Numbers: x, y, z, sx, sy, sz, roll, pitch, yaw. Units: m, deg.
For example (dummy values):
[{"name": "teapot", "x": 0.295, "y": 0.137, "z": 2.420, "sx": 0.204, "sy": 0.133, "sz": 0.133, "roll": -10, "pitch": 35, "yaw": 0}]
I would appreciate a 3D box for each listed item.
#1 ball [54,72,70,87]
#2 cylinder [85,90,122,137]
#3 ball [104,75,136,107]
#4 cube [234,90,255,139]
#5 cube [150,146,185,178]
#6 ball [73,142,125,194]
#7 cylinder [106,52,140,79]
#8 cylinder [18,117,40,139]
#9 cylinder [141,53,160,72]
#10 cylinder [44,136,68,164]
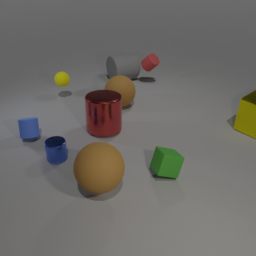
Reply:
[{"name": "ball", "x": -3.074, "y": -2.273, "z": 13.084, "sx": 0.700, "sy": 0.700, "sz": 0.700, "roll": 0, "pitch": 32, "yaw": 0}, {"name": "cylinder", "x": -0.931, "y": -0.594, "z": 10.805, "sx": 1.400, "sy": 1.400, "sz": 1.400, "roll": 1, "pitch": 28, "yaw": -1}, {"name": "ball", "x": -0.358, "y": -1.639, "z": 12.516, "sx": 1.400, "sy": 1.400, "sz": 1.400, "roll": 0, "pitch": 32, "yaw": 0}, {"name": "cube", "x": 5.172, "y": -0.508, "z": 10.768, "sx": 1.400, "sy": 1.400, "sz": 1.400, "roll": -26, "pitch": 41, "yaw": -34}, {"name": "cube", "x": 1.191, "y": 1.050, "z": 8.627, "sx": 0.700, "sy": 0.700, "sz": 0.700, "roll": 12, "pitch": 14, "yaw": -20}, {"name": "ball", "x": -0.785, "y": 1.081, "z": 7.666, "sx": 1.400, "sy": 1.400, "sz": 1.400, "roll": 0, "pitch": 32, "yaw": 0}, {"name": "cylinder", "x": -0.272, "y": -3.305, "z": 15.190, "sx": 1.400, "sy": 1.400, "sz": 1.400, "roll": -16, "pitch": 36, "yaw": -24}, {"name": "cylinder", "x": -3.691, "y": -0.006, "z": 10.443, "sx": 0.700, "sy": 0.700, "sz": 0.700, "roll": -4, "pitch": 9, "yaw": 1}, {"name": "cylinder", "x": 1.149, "y": -3.384, "z": 14.483, "sx": 0.700, "sy": 0.700, "sz": 0.700, "roll": -31, "pitch": 5, "yaw": 45}, {"name": "cylinder", "x": -2.420, "y": 0.739, "z": 9.431, "sx": 0.700, "sy": 0.700, "sz": 0.700, "roll": 0, "pitch": 32, "yaw": 0}]
